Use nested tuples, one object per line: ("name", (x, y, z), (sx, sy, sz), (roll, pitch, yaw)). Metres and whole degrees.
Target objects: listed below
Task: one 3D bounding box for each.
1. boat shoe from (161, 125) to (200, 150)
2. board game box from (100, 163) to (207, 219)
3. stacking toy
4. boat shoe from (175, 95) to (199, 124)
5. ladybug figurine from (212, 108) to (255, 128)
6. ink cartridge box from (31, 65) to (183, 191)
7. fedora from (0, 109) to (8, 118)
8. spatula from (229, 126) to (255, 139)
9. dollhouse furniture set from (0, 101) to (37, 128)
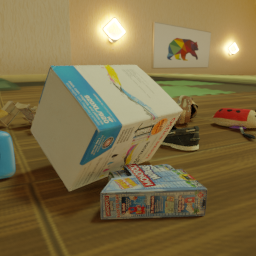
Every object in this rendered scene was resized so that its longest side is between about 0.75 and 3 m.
("boat shoe", (1.306, 0.147, 9.643), (2.461, 0.832, 0.884), (10, 17, 39))
("board game box", (0.268, 1.228, 5.808), (1.925, 0.594, 1.926), (-4, 15, -17))
("stacking toy", (-3.711, 0.644, 7.553), (1.279, 1.209, 2.203), (-8, 4, -19))
("boat shoe", (2.756, -0.811, 13.134), (1.033, 1.089, 2.876), (9, 26, 21))
("ladybug figurine", (4.607, -0.457, 11.985), (2.020, 0.726, 1.371), (7, 11, 30))
("ink cartridge box", (-0.512, -0.175, 6.973), (2.788, 2.052, 2.016), (-14, 54, -44))
("fedora", (-5.518, -0.077, 10.044), (2.528, 1.031, 2.528), (-2, 12, 0))
("spatula", (4.473, 0.153, 10.818), (0.554, 0.201, 1.961), (6, 15, 0))
("dollhouse furniture set", (-4.213, -0.315, 11.561), (2.212, 1.147, 0.979), (10, 57, 33))
